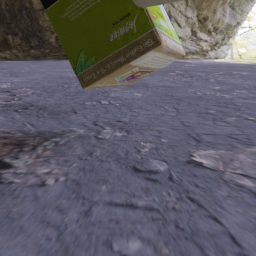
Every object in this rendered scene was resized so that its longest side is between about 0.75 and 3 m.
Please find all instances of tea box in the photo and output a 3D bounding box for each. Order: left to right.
[{"bbox_3d":[-0.260,-2.534,6.429,1.885,2.775,2.821,-25,2,23],"label":"tea box"}]

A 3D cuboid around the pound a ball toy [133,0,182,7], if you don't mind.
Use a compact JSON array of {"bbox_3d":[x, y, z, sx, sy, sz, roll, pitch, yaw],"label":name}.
[{"bbox_3d":[0.807,-2.126,2.551,2.410,1.024,1.572,-4,55,17],"label":"pound a ball toy"}]
